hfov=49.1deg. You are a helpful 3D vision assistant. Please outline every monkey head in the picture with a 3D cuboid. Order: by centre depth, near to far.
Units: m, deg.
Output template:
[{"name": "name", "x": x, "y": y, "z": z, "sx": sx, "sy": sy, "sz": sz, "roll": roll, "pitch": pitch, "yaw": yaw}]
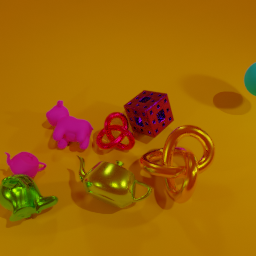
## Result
[{"name": "monkey head", "x": -2.180, "y": 1.421, "z": 6.102, "sx": 1.165, "sy": 1.619, "sz": 0.976, "roll": -17, "pitch": 77, "yaw": -12}]

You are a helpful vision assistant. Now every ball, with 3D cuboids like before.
[{"name": "ball", "x": 3.834, "y": -1.384, "z": 7.884, "sx": 1.056, "sy": 1.056, "sz": 1.056, "roll": 0, "pitch": 49, "yaw": 0}]

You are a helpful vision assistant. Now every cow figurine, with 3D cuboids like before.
[{"name": "cow figurine", "x": -1.605, "y": -0.121, "z": 7.752, "sx": 1.416, "sy": 0.777, "sz": 1.393, "roll": 2, "pitch": 54, "yaw": 9}]

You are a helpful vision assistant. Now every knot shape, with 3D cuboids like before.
[{"name": "knot shape", "x": 1.171, "y": 0.897, "z": 6.486, "sx": 1.804, "sy": 0.833, "sz": 1.688, "roll": -24, "pitch": 46, "yaw": 21}, {"name": "knot shape", "x": -0.315, "y": 0.076, "z": 7.426, "sx": 1.085, "sy": 0.501, "sz": 1.015, "roll": 5, "pitch": 92, "yaw": 8}]

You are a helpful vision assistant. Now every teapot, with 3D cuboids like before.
[{"name": "teapot", "x": -0.414, "y": 1.169, "z": 6.304, "sx": 1.962, "sy": 1.220, "sz": 0.961, "roll": 18, "pitch": 68, "yaw": 13}, {"name": "teapot", "x": -2.510, "y": 0.851, "z": 6.799, "sx": 1.136, "sy": 0.556, "sz": 0.706, "roll": 23, "pitch": 20, "yaw": -41}]

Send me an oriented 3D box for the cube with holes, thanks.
[{"name": "cube with holes", "x": 0.585, "y": -0.414, "z": 7.740, "sx": 0.873, "sy": 0.873, "sz": 0.873, "roll": -40, "pitch": 36, "yaw": -29}]
